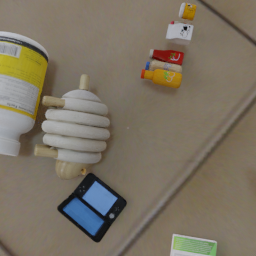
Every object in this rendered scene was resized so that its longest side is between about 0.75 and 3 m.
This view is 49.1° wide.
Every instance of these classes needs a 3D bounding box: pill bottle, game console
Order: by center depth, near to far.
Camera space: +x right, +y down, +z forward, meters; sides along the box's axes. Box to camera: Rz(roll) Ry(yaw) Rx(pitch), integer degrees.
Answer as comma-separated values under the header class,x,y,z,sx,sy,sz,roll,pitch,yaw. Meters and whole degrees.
class,x,y,z,sx,sy,sz,roll,pitch,yaw
game console,-0.830,1.880,6.810,1.280,0.745,1.126,38,82,6
pill bottle,-2.989,-0.777,6.899,1.554,1.554,2.774,9,79,2

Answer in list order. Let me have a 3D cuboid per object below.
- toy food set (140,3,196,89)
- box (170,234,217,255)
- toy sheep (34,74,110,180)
class,x,y,z,sx,sy,sz,roll,pitch,yaw
toy food set,1.040,-2.160,7.384,1.016,1.078,2.257,12,87,3
box,1.527,3.416,6.769,1.070,0.269,1.483,9,81,2
toy sheep,-1.257,-0.025,6.705,1.770,1.770,2.567,10,93,2
